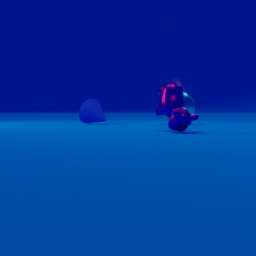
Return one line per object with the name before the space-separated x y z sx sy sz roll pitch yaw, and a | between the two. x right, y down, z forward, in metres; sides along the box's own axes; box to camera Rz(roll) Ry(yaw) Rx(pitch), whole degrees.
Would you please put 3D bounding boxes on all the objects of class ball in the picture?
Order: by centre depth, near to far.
ball | 1.918 -0.775 10.696 1.262 1.262 1.262 0 3 0

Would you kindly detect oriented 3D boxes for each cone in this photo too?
cone | -1.125 -0.458 10.578 1.035 1.031 1.031 30 21 36

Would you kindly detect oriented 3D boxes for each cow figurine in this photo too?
cow figurine | 1.111 -0.531 6.511 0.676 1.231 1.211 7 -7 -22
